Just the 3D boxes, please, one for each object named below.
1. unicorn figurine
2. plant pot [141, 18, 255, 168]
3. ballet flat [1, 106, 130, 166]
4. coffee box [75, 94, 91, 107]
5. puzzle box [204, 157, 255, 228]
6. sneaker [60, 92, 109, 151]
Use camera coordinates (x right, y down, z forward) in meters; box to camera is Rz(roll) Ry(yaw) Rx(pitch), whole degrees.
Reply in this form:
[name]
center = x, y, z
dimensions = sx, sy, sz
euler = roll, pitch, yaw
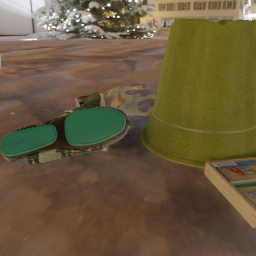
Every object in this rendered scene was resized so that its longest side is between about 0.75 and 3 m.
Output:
[unicorn figurine]
center = -0.004, -0.727, 7.481
dimensions = 1.560, 0.839, 2.271
euler = -8, 11, -25
[plant pot]
center = 1.727, -0.946, 6.028
dimensions = 2.778, 2.638, 2.778
euler = 2, 22, -1
[ballet flat]
center = -1.079, 0.184, 5.163
dimensions = 2.386, 0.886, 0.886
euler = -9, 20, 8
[coffee box]
center = -1.256, -0.713, 8.542
dimensions = 0.543, 0.384, 0.961
euler = -12, 23, -16
[puzzle box]
center = 2.587, 0.889, 4.548
dimensions = 2.229, 0.283, 1.483
euler = -4, 21, -11
[sneaker]
center = -1.078, -0.269, 6.632
dimensions = 1.114, 0.832, 2.482
euler = 1, 26, -11
